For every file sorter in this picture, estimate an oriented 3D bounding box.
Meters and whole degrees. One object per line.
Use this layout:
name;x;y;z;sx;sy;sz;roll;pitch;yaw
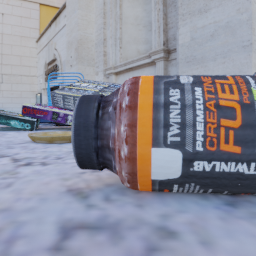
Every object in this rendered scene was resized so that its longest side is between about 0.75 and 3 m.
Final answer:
file sorter;-3.194;-1.709;14.213;1.815;1.605;2.616;-5;-3;-18

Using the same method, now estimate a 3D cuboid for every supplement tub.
supplement tub;0.476;0.048;2.185;1.724;0.922;0.922;0;3;5

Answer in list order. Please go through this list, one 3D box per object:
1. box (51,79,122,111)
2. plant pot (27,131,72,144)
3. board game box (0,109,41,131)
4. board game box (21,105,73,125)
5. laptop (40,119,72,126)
box;-1.163;-1.195;10.473;2.636;0.647;2.125;11;25;22
plant pot;-1.455;0.193;5.914;1.269;0.174;1.269;-1;3;0
board game box;-4.187;-0.352;9.886;2.011;0.419;2.973;11;1;-15
board game box;-1.899;-0.369;9.515;2.844;0.459;1.707;11;2;16
laptop;-3.140;-0.227;13.077;2.362;1.376;2.665;-5;31;-48
